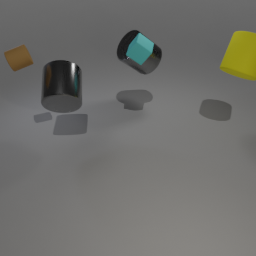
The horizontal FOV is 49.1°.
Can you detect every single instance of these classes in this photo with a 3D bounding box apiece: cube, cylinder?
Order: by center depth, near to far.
[{"bbox_3d":[-3.663,-2.356,9.422,0.700,0.700,0.700,-25,37,-7],"label":"cylinder"},{"bbox_3d":[-2.344,-1.447,9.980,1.400,1.400,1.400,-3,68,-4],"label":"cylinder"},{"bbox_3d":[4.306,-2.632,10.293,1.400,1.400,1.400,20,10,-4],"label":"cylinder"},{"bbox_3d":[0.452,-2.934,10.420,0.700,0.700,0.700,31,45,-18],"label":"cube"},{"bbox_3d":[0.480,-3.173,11.852,1.400,1.400,1.400,22,14,-41],"label":"cylinder"}]
